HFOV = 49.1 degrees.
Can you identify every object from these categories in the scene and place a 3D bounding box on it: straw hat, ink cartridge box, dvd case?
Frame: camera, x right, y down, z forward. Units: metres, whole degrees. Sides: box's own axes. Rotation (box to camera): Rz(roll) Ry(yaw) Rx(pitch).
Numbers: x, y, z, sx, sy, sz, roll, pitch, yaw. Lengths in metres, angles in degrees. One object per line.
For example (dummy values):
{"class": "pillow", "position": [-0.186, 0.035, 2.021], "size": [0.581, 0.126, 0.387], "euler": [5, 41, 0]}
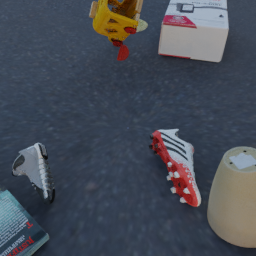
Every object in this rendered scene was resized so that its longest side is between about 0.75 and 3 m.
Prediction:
{"class": "straw hat", "position": [0.034, -4.577, 11.565], "size": [1.599, 0.677, 1.599], "euler": [0, 42, 0]}
{"class": "ink cartridge box", "position": [2.413, -3.753, 10.227], "size": [2.148, 1.233, 2.958], "euler": [9, 43, 9]}
{"class": "dvd case", "position": [-2.943, 1.618, 4.776], "size": [2.635, 0.290, 1.923], "euler": [35, 54, 23]}

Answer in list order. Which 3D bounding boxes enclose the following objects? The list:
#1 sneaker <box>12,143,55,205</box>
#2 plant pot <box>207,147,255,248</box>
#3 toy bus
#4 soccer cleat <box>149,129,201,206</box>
{"class": "sneaker", "position": [-1.873, 0.954, 5.456], "size": [0.709, 0.461, 1.228], "euler": [-17, 70, 0]}
{"class": "plant pot", "position": [1.950, 1.039, 4.701], "size": [1.273, 1.360, 1.273], "euler": [-10, 33, 7]}
{"class": "toy bus", "position": [-0.488, -3.475, 8.651], "size": [1.324, 2.561, 2.417], "euler": [13, 38, -19]}
{"class": "soccer cleat", "position": [1.109, 0.709, 5.789], "size": [0.817, 0.658, 1.919], "euler": [-13, 45, -16]}
